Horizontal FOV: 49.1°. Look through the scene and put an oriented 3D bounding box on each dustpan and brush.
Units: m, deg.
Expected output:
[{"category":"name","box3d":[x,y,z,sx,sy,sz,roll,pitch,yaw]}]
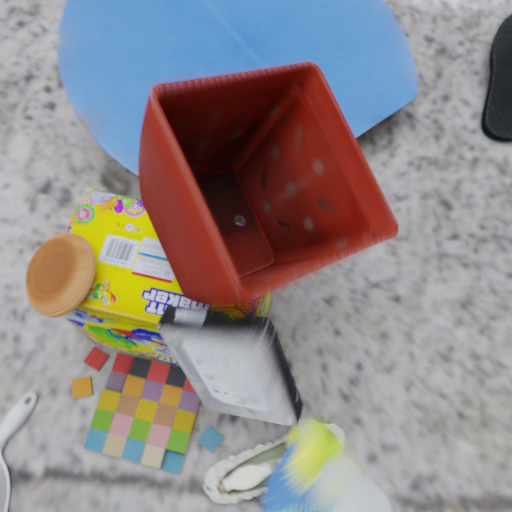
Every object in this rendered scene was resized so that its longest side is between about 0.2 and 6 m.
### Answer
[{"category":"dustpan and brush","box3d":[-3.883,2.957,7.677,1.710,0.701,2.450,32,78,5]}]

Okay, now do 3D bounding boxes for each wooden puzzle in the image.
[{"category":"wooden puzzle","box3d":[-1.606,2.249,8.126,2.413,0.170,1.431,13,69,5]}]

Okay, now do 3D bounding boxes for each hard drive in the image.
[{"category":"hard drive","box3d":[-0.236,1.242,6.108,1.210,1.732,0.328,5,50,23]}]

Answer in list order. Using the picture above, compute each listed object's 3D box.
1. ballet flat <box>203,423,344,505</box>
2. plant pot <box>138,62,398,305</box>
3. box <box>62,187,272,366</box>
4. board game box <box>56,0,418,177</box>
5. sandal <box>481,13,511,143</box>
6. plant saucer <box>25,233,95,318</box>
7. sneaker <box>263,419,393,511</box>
[{"category":"ballet flat","box3d":[0.302,2.873,7.615,2.098,0.753,0.753,-20,70,-8]},{"category":"plant pot","box3d":[-0.120,-0.525,5.568,1.899,1.675,1.901,-21,82,-33]},{"category":"box","box3d":[-1.105,0.515,7.605,2.481,2.390,1.514,13,68,6]},{"category":"board game box","box3d":[-0.296,-3.195,9.651,5.915,1.152,4.674,-35,78,-22]},{"category":"sandal","box3d":[4.587,-3.262,10.133,0.992,0.632,2.640,18,82,6]},{"category":"plant saucer","box3d":[-2.262,0.196,6.337,0.998,0.187,0.998,-10,69,26]},{"category":"sneaker","box3d":[0.716,2.817,6.220,0.877,2.315,1.216,31,93,-11]}]
